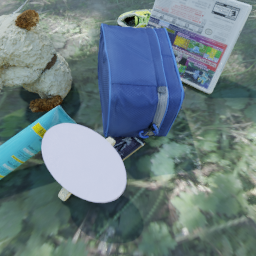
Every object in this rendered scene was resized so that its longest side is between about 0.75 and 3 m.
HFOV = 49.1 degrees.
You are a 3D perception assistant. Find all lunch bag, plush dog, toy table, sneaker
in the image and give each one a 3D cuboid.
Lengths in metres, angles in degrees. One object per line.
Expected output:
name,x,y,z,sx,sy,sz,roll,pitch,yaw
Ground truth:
lunch bag,0.322,-1.110,7.148,1.965,2.018,2.970,-3,60,-11
plush dog,-2.530,-1.824,7.809,2.303,2.465,2.870,-19,47,27
toy table,-0.887,0.807,5.928,1.756,1.119,1.910,-38,77,-11
sneaker,0.810,-3.835,10.252,2.637,0.994,1.008,4,20,28

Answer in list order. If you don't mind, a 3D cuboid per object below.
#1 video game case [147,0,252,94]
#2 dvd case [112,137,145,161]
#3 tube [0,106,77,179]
video game case,1.842,-2.854,8.710,2.892,2.635,0.332,31,25,24
dvd case,-0.173,0.461,7.231,0.996,0.080,0.741,-36,56,-24
tube,-2.347,0.397,6.381,2.416,0.936,0.609,-36,67,-4
